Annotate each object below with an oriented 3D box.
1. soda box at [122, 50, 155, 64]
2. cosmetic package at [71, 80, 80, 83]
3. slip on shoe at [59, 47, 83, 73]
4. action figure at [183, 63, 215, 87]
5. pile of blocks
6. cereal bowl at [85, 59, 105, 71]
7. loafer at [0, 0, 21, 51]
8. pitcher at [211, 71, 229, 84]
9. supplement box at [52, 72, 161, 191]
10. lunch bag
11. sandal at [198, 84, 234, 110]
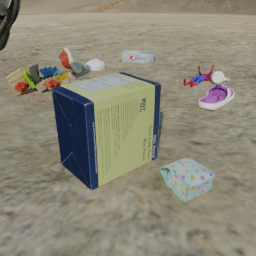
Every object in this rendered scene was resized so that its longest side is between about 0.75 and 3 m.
[{"bbox_3d":[0.565,-3.749,14.830,1.717,0.545,0.586,7,28,13],"label":"soda box"},{"bbox_3d":[-1.805,-1.517,10.564,0.359,0.425,0.795,-17,30,-33],"label":"cosmetic package"},{"bbox_3d":[-2.831,-3.186,13.621,0.735,0.890,2.403,-42,42,5],"label":"slip on shoe"},{"bbox_3d":[3.033,-2.268,11.672,1.679,0.831,0.548,-21,34,-40],"label":"action figure"},{"bbox_3d":[-3.174,-1.842,10.525,2.531,1.039,0.787,-12,29,-24],"label":"pile of blocks"},{"bbox_3d":[-1.609,-3.120,13.744,1.003,0.418,1.003,1,27,0],"label":"cereal bowl"},{"bbox_3d":[-3.358,-2.909,7.202,0.795,2.213,0.696,29,32,-1],"label":"loafer"},{"bbox_3d":[3.847,-2.078,11.652,0.736,0.520,0.858,18,20,14],"label":"pitcher"},{"bbox_3d":[-0.408,-0.047,6.029,1.868,1.870,1.255,-21,34,-35],"label":"supplement box"},{"bbox_3d":[1.144,0.957,5.570,0.723,0.518,0.849,-17,37,-28],"label":"lunch bag"},{"bbox_3d":[3.180,-1.236,9.817,0.964,0.582,2.368,14,30,25],"label":"sandal"}]
